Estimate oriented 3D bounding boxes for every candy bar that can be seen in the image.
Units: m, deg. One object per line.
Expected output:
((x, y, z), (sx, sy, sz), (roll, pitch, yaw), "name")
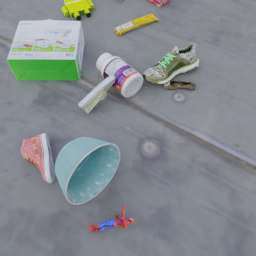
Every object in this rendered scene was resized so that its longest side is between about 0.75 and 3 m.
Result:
((0.349, -4.340, 11.681), (2.008, 0.222, 0.501), (-28, 61, -16), "candy bar")

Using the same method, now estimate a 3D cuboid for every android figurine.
((-2.211, -5.306, 12.255), (1.391, 0.314, 1.528), (-24, 61, -14), "android figurine")

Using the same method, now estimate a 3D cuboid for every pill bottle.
((-0.334, -1.877, 9.669), (0.918, 0.918, 1.648), (-36, 63, -21), "pill bottle")

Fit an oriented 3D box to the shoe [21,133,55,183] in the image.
((-2.607, 0.926, 8.089), (0.751, 0.590, 1.651), (-16, 55, -6), "shoe")

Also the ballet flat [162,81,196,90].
((1.789, -1.521, 9.812), (1.177, 0.273, 0.396), (5, 58, 6), "ballet flat")

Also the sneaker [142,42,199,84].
((1.484, -2.373, 9.843), (2.355, 1.044, 0.906), (-27, 47, -18), "sneaker")

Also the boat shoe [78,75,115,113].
((-0.937, -1.104, 9.101), (1.515, 0.545, 0.470), (-41, 103, 9), "boat shoe")

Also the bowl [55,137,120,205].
((-1.178, 0.963, 7.340), (0.965, 1.845, 1.845), (33, 63, 29), "bowl")

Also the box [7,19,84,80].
((-2.868, -2.845, 10.167), (2.317, 1.120, 2.045), (-1, 57, 0), "box")

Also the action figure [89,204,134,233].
((-0.407, 2.343, 7.247), (1.135, 0.370, 0.562), (-6, 45, 4), "action figure")

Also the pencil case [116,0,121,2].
((-0.463, -6.189, 12.762), (0.369, 0.424, 0.948), (-9, 58, -6), "pencil case")

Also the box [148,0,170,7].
((1.156, -6.172, 12.554), (0.714, 0.745, 1.495), (-38, 64, -22), "box")
